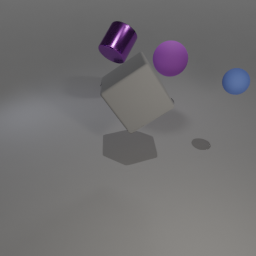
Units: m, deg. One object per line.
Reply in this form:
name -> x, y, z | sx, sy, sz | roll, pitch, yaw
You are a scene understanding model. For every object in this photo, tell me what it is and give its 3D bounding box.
cylinder -> -0.472, -3.993, 13.145 | 1.400, 1.400, 1.400 | 20, 77, 31
ball -> 2.871, -1.236, 7.450 | 0.700, 0.700, 0.700 | 0, 30, 0
ball -> 1.692, -2.764, 11.197 | 1.400, 1.400, 1.400 | 0, 30, 0
cube -> 0.220, -0.990, 7.667 | 1.400, 1.400, 1.400 | -31, 25, 12
